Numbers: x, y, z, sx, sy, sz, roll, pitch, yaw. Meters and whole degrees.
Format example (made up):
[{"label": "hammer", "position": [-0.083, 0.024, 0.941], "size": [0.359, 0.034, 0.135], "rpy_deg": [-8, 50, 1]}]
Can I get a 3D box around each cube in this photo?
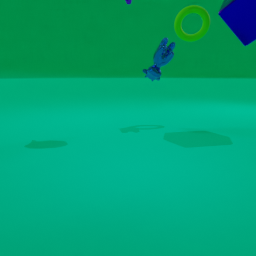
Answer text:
[{"label": "cube", "position": [3.375, -3.232, 7.526], "size": [1.224, 1.224, 1.224], "rpy_deg": [-33, 19, 44]}]

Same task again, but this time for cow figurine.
[{"label": "cow figurine", "position": [0.964, -2.068, 8.650], "size": [0.637, 1.142, 1.161], "rpy_deg": [27, 48, -9]}]

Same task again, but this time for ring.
[{"label": "ring", "position": [2.062, -3.348, 9.020], "size": [1.135, 1.135, 0.227], "rpy_deg": [1, 36, 3]}]

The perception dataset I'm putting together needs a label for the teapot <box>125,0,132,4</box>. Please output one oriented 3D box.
[{"label": "teapot", "position": [-0.156, -3.725, 6.962], "size": [0.907, 1.459, 0.714], "rpy_deg": [-13, -15, -18]}]
